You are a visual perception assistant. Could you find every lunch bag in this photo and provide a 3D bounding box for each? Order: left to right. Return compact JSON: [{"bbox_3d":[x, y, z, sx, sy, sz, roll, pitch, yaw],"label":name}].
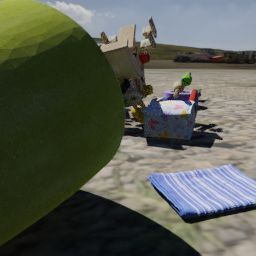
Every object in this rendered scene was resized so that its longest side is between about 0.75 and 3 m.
[{"bbox_3d":[1.195,-0.293,7.582,1.237,0.928,1.459,3,25,18],"label":"lunch bag"}]

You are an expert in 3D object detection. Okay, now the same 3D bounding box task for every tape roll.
[{"bbox_3d":[2.247,-1.235,11.841,1.443,0.613,1.443,0,15,0],"label":"tape roll"}]

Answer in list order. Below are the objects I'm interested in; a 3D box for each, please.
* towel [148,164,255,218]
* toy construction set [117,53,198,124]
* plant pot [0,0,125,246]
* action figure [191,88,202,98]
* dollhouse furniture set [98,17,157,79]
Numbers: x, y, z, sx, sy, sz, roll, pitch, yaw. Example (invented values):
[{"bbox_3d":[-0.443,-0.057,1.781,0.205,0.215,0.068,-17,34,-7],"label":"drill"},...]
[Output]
[{"bbox_3d":[1.279,0.900,4.320,1.666,0.199,1.206,-5,16,-18],"label":"towel"},{"bbox_3d":[0.631,-0.862,8.493,2.740,2.285,2.105,9,40,15],"label":"toy construction set"},{"bbox_3d":[-1.784,0.262,2.869,2.679,2.679,2.863,6,30,21],"label":"plant pot"},{"bbox_3d":[2.690,-1.613,13.655,1.659,0.454,0.980,-1,14,27],"label":"action figure"},{"bbox_3d":[-0.122,-2.450,8.061,1.635,1.780,1.158,-8,-34,20],"label":"dollhouse furniture set"}]
